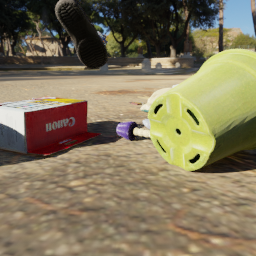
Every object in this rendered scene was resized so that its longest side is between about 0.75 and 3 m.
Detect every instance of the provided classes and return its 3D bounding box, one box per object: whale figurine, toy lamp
[{"bbox_3d":[1.477,-1.118,12.910,1.871,0.971,1.489,-37,23,-29],"label":"whale figurine"},{"bbox_3d":[0.581,0.177,7.778,2.033,0.592,0.592,11,17,35],"label":"toy lamp"}]

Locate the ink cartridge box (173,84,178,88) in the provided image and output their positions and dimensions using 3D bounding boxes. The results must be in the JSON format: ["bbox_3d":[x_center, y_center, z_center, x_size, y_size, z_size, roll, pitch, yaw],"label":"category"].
[{"bbox_3d":[2.629,-0.865,10.290,1.928,1.405,0.798,6,15,28],"label":"ink cartridge box"}]

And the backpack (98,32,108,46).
[{"bbox_3d":[-1.368,-4.213,13.414,0.804,0.650,0.844,33,9,-28],"label":"backpack"}]

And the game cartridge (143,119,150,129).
[{"bbox_3d":[1.213,-0.152,9.861,1.258,0.255,0.839,-2,10,-10],"label":"game cartridge"}]

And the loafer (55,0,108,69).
[{"bbox_3d":[-1.373,-3.062,8.973,0.969,2.655,0.942,-17,50,7],"label":"loafer"}]

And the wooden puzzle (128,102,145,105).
[{"bbox_3d":[0.511,-1.332,15.169,0.584,0.069,0.985,-11,17,-38],"label":"wooden puzzle"}]

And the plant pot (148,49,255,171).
[{"bbox_3d":[1.829,-0.259,6.293,2.363,2.570,2.570,-25,25,-34],"label":"plant pot"}]

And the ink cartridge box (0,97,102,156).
[{"bbox_3d":[-2.355,-0.181,8.047,2.312,1.104,2.633,7,15,25],"label":"ink cartridge box"}]
